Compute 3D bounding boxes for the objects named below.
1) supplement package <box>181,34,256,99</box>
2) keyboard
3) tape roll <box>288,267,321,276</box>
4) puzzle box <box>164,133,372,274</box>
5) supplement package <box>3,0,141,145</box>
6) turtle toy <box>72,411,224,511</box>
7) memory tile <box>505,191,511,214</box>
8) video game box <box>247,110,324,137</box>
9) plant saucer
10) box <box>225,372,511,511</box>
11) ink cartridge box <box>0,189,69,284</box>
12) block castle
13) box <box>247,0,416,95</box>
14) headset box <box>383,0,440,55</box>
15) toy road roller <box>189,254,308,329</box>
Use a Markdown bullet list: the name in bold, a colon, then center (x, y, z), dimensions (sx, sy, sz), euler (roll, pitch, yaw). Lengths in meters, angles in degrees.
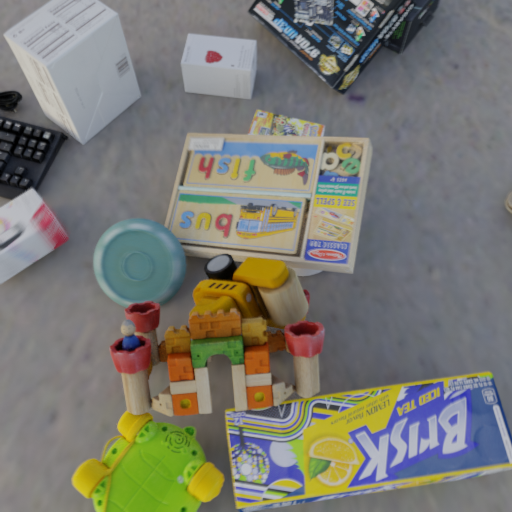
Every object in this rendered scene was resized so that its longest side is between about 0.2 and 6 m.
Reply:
- **supplement package**: center (-0.694, -3.621, 10.725), dimensions (1.320, 0.791, 0.800), euler (7, 65, 3)
- **keyboard**: center (-5.322, -2.339, 10.327), dimensions (3.549, 0.455, 2.131), euler (16, 66, 6)
- **tape roll**: center (0.752, -0.381, 9.300), dimensions (1.386, 0.485, 1.386), euler (-2, 68, 5)
- **puzzle box**: center (0.122, -0.913, 8.993), dimensions (3.184, 0.405, 2.119), euler (5, 75, 20)
- **supplement package**: center (-3.133, -3.319, 9.906), dimensions (1.110, 2.002, 1.559), euler (38, 70, 16)
- **turtle toy**: center (-1.517, 3.174, 7.337), dimensions (1.620, 1.124, 2.223), euler (35, 70, 16)
- **memory tile**: center (5.831, -0.741, 9.341), dimensions (2.757, 0.231, 2.113), euler (-18, 47, -7)
- **video game box**: center (0.434, -1.876, 10.160), dimensions (1.328, 0.341, 1.458), euler (15, 66, 4)
- **plant saucer**: center (-1.860, 0.150, 8.822), dimensions (1.482, 0.203, 1.482), euler (0, 98, 3)
- **box**: center (1.464, 2.536, 7.618), dimensions (3.643, 1.171, 1.276), euler (-7, 65, -4)
- **ink cartridge box**: center (-3.953, -0.326, 9.195), dimensions (1.368, 0.586, 1.010), euler (-36, 56, -16)
- **block castle**: center (-0.516, 1.123, 7.771), dimensions (2.751, 1.839, 1.291), euler (-5, 107, -2)
- **box**: center (1.368, -4.759, 10.734), dimensions (2.629, 0.605, 2.090), euler (48, 112, 20)
- **headset box**: center (2.731, -5.275, 11.443), dimensions (1.921, 0.891, 1.672), euler (31, 69, 14)
- **toy road roller**: center (-0.188, 0.712, 7.739), dimensions (1.573, 0.967, 1.149), euler (4, 43, 35)
